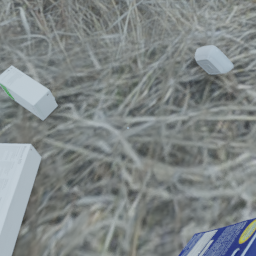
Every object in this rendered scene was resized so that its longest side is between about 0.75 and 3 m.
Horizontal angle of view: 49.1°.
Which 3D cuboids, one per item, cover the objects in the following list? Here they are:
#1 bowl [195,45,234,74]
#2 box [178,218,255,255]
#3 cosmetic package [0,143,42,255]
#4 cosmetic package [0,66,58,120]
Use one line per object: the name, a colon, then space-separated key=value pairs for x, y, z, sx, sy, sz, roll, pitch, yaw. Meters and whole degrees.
bowl: x=2.437 y=-1.906 z=8.126 sx=0.991 sy=0.992 sz=0.370 roll=37 pitch=84 yaw=-20
box: x=1.146 y=2.290 z=4.314 sx=0.466 sy=2.876 sz=1.742 roll=41 pitch=68 yaw=14
cosmetic package: x=-2.877 y=1.760 z=5.910 sx=1.219 sy=0.748 sz=2.954 roll=0 pitch=57 yaw=11
cosmetic package: x=-2.741 y=-0.964 z=7.652 sx=1.505 sy=0.810 sz=0.638 roll=33 pitch=68 yaw=21
